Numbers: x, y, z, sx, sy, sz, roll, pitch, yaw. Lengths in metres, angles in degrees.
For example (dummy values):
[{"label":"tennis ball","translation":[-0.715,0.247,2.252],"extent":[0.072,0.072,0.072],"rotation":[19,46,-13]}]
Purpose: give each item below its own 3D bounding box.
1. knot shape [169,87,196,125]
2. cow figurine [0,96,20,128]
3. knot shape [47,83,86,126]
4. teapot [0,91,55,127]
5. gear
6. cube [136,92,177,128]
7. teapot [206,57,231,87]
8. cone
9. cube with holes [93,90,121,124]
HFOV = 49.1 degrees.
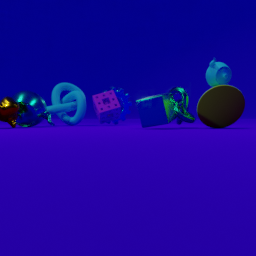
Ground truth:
[{"label":"knot shape","translation":[1.558,-0.664,8.317],"extent":[0.563,1.140,1.219],"rotation":[-20,4,8]},{"label":"cow figurine","translation":[-3.965,-0.442,7.826],"extent":[1.715,1.688,0.942],"rotation":[-36,57,-23]},{"label":"knot shape","translation":[-2.403,-1.021,10.973],"extent":[2.049,1.917,0.947],"rotation":[-3,-43,18]},{"label":"teapot","translation":[-3.278,-0.537,9.177],"extent":[1.996,1.241,0.977],"rotation":[18,27,-5]},{"label":"gear","translation":[-0.628,-0.989,12.523],"extent":[1.636,1.636,0.302],"rotation":[-1,14,-27]},{"label":"cube","translation":[0.783,-0.490,7.608],"extent":[0.763,0.763,0.763],"rotation":[-9,8,29]},{"label":"teapot","translation":[2.605,-1.535,7.981],"extent":[0.725,1.167,0.571],"rotation":[-40,23,-5]},{"label":"cone","translation":[2.544,-0.859,8.199],"extent":[1.298,1.298,1.303],"rotation":[0,28,1]},{"label":"cube with holes","translation":[-0.835,-0.806,10.925],"extent":[0.837,0.837,0.837],"rotation":[-17,-27,-13]}]
